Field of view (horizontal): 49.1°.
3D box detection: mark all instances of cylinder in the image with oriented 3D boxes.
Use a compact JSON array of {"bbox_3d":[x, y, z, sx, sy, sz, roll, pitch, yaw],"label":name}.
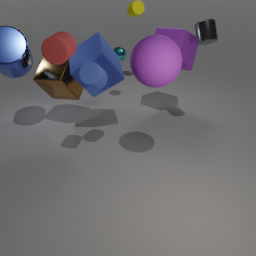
[{"bbox_3d":[2.715,-3.315,9.732,0.700,0.700,0.700,-9,2,0],"label":"cylinder"},{"bbox_3d":[-1.060,-1.608,8.655,0.700,0.700,0.700,9,-3,15],"label":"cylinder"},{"bbox_3d":[0.401,-6.222,14.635,0.700,0.700,0.700,-13,14,-22],"label":"cylinder"},{"bbox_3d":[-4.213,-2.672,10.017,1.400,1.400,1.400,-7,-8,-12],"label":"cylinder"},{"bbox_3d":[-1.765,-2.064,7.215,0.700,0.700,0.700,4,31,8],"label":"cylinder"}]

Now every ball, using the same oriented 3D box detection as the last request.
[{"bbox_3d":[-0.428,-3.480,13.257,0.700,0.700,0.700,0,29,0],"label":"ball"},{"bbox_3d":[0.759,-1.803,7.611,1.400,1.400,1.400,0,29,0],"label":"ball"}]

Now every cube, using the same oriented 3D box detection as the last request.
[{"bbox_3d":[-2.632,-2.091,11.248,1.400,1.400,1.400,6,66,26],"label":"cube"},{"bbox_3d":[-1.163,-2.288,10.222,1.400,1.400,1.400,-28,48,17],"label":"cube"},{"bbox_3d":[1.965,-3.324,11.859,1.400,1.400,1.400,19,10,37],"label":"cube"}]
